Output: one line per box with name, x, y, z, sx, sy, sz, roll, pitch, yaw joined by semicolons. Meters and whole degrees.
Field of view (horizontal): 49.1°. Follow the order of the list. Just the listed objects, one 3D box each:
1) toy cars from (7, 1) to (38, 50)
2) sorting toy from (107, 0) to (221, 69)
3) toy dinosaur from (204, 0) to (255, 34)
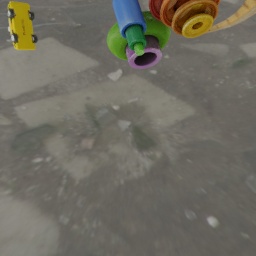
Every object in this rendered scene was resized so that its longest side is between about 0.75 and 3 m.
toy cars;-1.957;-1.855;4.262;0.340;1.536;0.689;4;54;45
sorting toy;0.560;-1.766;5.181;1.640;2.729;1.120;-1;68;-32
toy dinosaur;2.687;-2.590;5.453;1.402;2.639;0.797;29;36;-17
